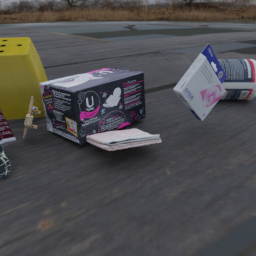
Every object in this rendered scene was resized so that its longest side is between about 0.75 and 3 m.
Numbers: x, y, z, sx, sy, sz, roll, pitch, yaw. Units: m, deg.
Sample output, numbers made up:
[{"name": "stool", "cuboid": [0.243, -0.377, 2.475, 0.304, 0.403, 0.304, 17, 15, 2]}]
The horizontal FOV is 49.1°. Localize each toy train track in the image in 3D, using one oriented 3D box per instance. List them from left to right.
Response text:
[{"name": "toy train track", "cuboid": [-2.810, -0.373, 8.425, 0.339, 1.196, 2.085, 13, 9, -16]}]

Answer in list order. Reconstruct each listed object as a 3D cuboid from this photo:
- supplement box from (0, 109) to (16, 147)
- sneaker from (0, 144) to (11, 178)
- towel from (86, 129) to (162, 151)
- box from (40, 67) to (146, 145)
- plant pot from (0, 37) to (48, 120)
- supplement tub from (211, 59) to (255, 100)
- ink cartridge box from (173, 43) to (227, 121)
[{"name": "supplement box", "cuboid": [-3.656, -0.213, 7.029, 0.916, 1.682, 0.512, -27, -1, 13]}, {"name": "sneaker", "cuboid": [-2.969, 0.767, 6.529, 0.331, 0.853, 0.368, -13, -12, -32]}, {"name": "towel", "cuboid": [-0.136, 0.265, 7.312, 1.534, 0.247, 1.465, -7, 9, -27]}, {"name": "box", "cuboid": [-1.005, -0.865, 8.700, 1.824, 1.583, 2.760, 18, 30, 41]}, {"name": "plant pot", "cuboid": [-4.145, -1.839, 9.776, 2.443, 2.155, 2.443, -6, 38, -12]}, {"name": "supplement tub", "cuboid": [3.823, -1.905, 11.040, 2.261, 1.587, 1.587, 1, 25, 2]}, {"name": "ink cartridge box", "cuboid": [2.233, -1.258, 8.067, 1.620, 1.650, 0.357, 38, -1, -43]}]
